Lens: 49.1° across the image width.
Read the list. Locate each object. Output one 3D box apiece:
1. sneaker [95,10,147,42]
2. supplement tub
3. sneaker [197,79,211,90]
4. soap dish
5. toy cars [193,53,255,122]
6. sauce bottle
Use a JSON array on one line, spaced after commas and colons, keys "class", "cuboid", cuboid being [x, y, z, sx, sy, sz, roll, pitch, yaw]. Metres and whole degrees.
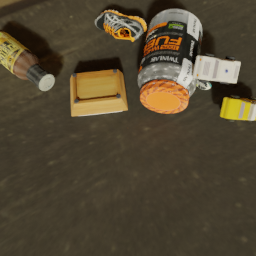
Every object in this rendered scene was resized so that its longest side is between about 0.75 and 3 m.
[{"class": "sneaker", "cuboid": [-0.339, -3.205, 8.900, 1.838, 0.719, 0.710, 18, 67, 28]}, {"class": "supplement tub", "cuboid": [1.185, -1.854, 7.908, 1.629, 1.629, 2.659, 9, 64, 4]}, {"class": "sneaker", "cuboid": [2.118, -1.454, 8.489, 0.373, 0.363, 0.937, -11, 49, -46]}, {"class": "soap dish", "cuboid": [-0.876, -1.045, 8.068, 1.619, 0.657, 1.273, -7, 65, -2]}, {"class": "toy cars", "cuboid": [2.749, -0.952, 7.210, 1.231, 2.746, 0.608, -46, 27, -4]}, {"class": "sauce bottle", "cuboid": [-3.188, -2.002, 8.253, 2.675, 0.865, 0.865, 36, 69, 24]}]
